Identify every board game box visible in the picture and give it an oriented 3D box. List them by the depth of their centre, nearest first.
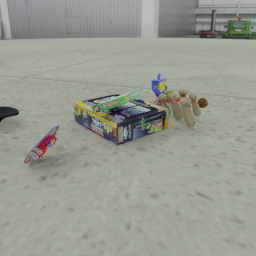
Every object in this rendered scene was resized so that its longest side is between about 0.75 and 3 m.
[{"bbox_3d":[-1.928,0.455,6.579,1.161,0.226,0.917,-49,-1,-19],"label":"board game box"},{"bbox_3d":[-0.291,-0.772,7.952,0.977,0.211,1.452,-17,9,21],"label":"board game box"},{"bbox_3d":[-0.262,-0.391,8.863,2.003,0.687,2.424,-18,28,-33],"label":"board game box"}]

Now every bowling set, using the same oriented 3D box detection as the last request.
[{"bbox_3d":[1.902,-0.904,9.154,1.296,1.000,1.862,-31,27,-15],"label":"bowling set"}]

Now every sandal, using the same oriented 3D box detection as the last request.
[{"bbox_3d":[-4.509,-0.191,8.640,2.221,0.500,0.834,-19,30,-27],"label":"sandal"}]

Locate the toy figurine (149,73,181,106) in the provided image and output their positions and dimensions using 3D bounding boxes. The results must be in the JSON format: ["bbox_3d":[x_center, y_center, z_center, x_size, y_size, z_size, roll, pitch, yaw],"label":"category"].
[{"bbox_3d":[1.440,-1.568,10.879,1.041,1.183,1.974,1,18,37],"label":"toy figurine"}]
